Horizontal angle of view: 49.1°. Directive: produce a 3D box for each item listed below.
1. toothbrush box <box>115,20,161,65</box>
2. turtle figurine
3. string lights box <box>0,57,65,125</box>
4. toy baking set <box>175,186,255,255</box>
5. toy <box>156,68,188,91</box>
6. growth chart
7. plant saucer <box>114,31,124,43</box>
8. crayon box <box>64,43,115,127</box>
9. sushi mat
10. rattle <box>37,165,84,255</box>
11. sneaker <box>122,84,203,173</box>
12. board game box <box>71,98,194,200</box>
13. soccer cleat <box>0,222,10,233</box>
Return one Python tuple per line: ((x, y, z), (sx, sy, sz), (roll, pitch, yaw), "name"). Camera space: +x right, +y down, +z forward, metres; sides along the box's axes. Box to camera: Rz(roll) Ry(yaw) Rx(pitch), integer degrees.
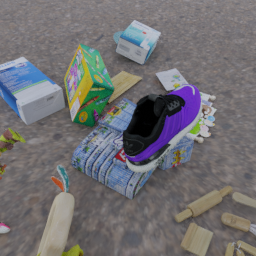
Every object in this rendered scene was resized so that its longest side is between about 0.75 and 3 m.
((0.489, -3.910, 12.722), (1.430, 0.833, 1.953), (27, 45, 3), "toothbrush box")
((-3.102, 0.628, 6.562), (1.378, 1.709, 0.550), (-42, 68, -9), "turtle figurine")
((-3.779, -1.480, 10.265), (1.535, 0.881, 2.987), (-30, 50, -29), "string lights box")
((2.538, 2.345, 6.542), (2.804, 0.326, 2.152), (-25, 51, -25), "toy baking set")
((1.722, -1.811, 10.988), (0.877, 0.360, 1.523), (-14, 34, -4), "toy")
((2.130, -0.581, 9.790), (1.928, 0.236, 2.665), (17, 46, 17), "growth chart")
((-0.025, -4.073, 13.397), (1.459, 0.281, 1.459), (12, 48, -13), "plant saucer")
((-1.440, -1.541, 9.677), (0.791, 1.612, 2.714), (14, 34, -30), "crayon box")
((-0.469, -1.632, 10.997), (1.035, 0.131, 2.164), (27, 49, 27), "sushi mat")
((-1.038, 2.076, 6.286), (1.854, 1.690, 2.596), (5, 21, -5), "rattle")
((0.875, -0.362, 6.740), (1.003, 1.435, 2.886), (20, 57, 36), "sneaker")
((0.283, 0.549, 8.063), (2.765, 0.853, 2.767), (23, 47, 24), "board game box")
((-3.278, 2.359, 6.489), (1.103, 0.385, 0.476), (8, 55, 14), "soccer cleat")
